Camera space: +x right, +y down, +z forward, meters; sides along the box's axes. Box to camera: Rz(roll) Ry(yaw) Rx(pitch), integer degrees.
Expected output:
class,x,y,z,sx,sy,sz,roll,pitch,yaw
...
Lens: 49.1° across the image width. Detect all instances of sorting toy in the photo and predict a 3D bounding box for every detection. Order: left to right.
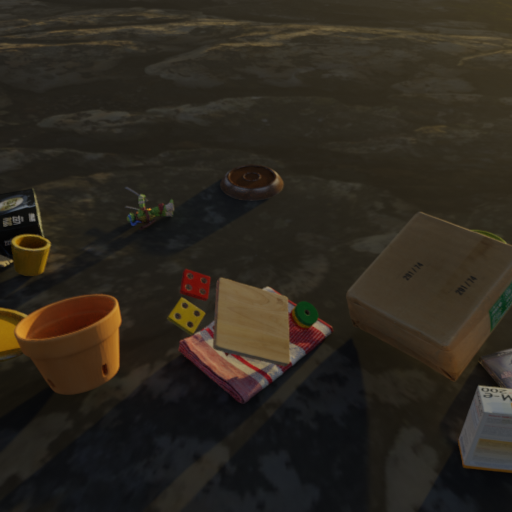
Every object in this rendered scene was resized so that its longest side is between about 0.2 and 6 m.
class,x,y,z,sx,sy,sz,roll,pitch,yaw
sorting toy,-0.207,1.112,9.052,2.644,0.447,1.275,17,49,-21

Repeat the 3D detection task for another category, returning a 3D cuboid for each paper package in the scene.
class,x,y,z,sx,sy,sz,roll,pitch,yaw
paper package,2.962,0.607,9.293,2.052,1.114,2.153,29,67,39

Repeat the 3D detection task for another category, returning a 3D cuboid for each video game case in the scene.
class,x,y,z,sx,sy,sz,roll,pitch,yaw
video game case,4.466,2.057,8.835,1.124,0.149,1.573,-11,39,-14

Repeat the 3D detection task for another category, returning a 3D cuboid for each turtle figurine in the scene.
class,x,y,z,sx,sy,sz,roll,pitch,yaw
turtle figurine,-2.419,-1.143,12.587,1.033,0.767,1.065,-8,41,-17

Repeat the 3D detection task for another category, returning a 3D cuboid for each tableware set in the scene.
class,x,y,z,sx,sy,sz,roll,pitch,yaw
tableware set,-4.963,0.654,9.093,3.283,0.748,4.874,15,22,2

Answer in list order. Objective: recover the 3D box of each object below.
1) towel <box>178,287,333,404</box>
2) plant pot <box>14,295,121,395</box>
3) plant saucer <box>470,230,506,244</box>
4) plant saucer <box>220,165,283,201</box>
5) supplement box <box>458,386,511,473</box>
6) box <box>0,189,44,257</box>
class,x,y,z,sx,sy,sz,roll,pitch,yaw
towel,0.019,1.413,9.583,1.622,0.256,2.251,32,46,33
plant pot,-2.781,1.394,8.640,1.542,1.080,1.542,-9,19,3
plant saucer,4.702,-0.173,11.748,1.344,0.209,1.344,-1,37,0
plant saucer,-0.110,-1.890,14.009,1.587,0.254,1.587,-1,37,1
supplement box,3.265,2.347,7.529,0.781,1.240,0.456,5,37,5
box,-5.326,-0.705,12.055,1.289,0.678,1.574,-12,39,-17
